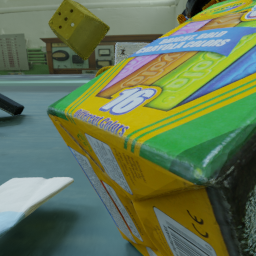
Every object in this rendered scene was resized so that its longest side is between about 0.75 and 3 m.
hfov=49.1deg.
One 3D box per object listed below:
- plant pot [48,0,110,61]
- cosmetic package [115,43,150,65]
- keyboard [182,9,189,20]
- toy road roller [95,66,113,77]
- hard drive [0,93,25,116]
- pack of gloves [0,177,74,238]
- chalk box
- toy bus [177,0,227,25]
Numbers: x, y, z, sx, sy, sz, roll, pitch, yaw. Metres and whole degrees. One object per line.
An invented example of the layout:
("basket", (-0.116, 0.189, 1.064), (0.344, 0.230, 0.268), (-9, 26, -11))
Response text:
("plant pot", (-1.542, -2.988, 8.266), (1.284, 1.284, 1.132), (42, 11, 14))
("cosmetic package", (0.726, -2.390, 12.595), (2.270, 2.272, 2.754), (4, 5, 9))
("keyboard", (2.174, -3.964, 10.420), (0.153, 0.714, 1.189), (23, 26, -28))
("toy road roller", (-0.948, -1.471, 10.726), (2.446, 1.785, 1.503), (7, 15, 26))
("hard drive", (-4.736, -1.130, 9.611), (2.225, 0.366, 1.553), (30, -2, -13))
("pack of gloves", (-2.194, 1.174, 2.809), (2.383, 0.560, 2.837), (-4, 6, 13))
("chalk box", (1.172, -0.088, 2.528), (2.908, 1.815, 1.802), (-36, 29, -23))
("toy bus", (3.231, -2.839, 7.665), (2.763, 2.878, 1.953), (29, 25, -53))
